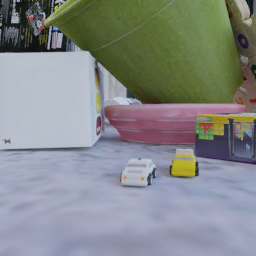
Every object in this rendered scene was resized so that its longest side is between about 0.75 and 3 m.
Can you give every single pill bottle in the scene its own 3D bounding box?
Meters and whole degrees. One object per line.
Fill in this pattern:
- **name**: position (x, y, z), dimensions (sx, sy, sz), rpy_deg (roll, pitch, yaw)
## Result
- **pill bottle**: position (-0.178, -0.539, 9.087), dimensions (0.904, 0.904, 1.599), rpy_deg (2, 4, 25)

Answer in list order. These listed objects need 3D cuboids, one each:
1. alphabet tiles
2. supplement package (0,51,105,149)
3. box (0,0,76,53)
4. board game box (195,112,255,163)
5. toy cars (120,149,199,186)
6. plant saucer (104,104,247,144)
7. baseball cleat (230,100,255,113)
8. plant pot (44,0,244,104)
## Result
- **alphabet tiles**: position (2.009, -0.906, 4.427), dimensions (0.181, 2.479, 2.425), rpy_deg (-31, 3, 0)
- **supplement package**: position (-1.005, -0.384, 4.287), dimensions (1.150, 1.194, 2.099), rpy_deg (-2, 5, 0)
- **box**: position (-2.319, -3.046, 7.215), dimensions (2.098, 2.628, 0.648), rpy_deg (4, -2, 10)
- **board game box**: position (1.737, 0.080, 2.823), dimensions (1.642, 0.466, 1.357), rpy_deg (4, 7, 45)
- **toy cars**: position (0.259, 0.264, 2.058), dimensions (0.829, 0.183, 0.371), rpy_deg (-3, 4, -35)
- **plant saucer**: position (0.756, -0.103, 4.744), dimensions (2.311, 0.586, 2.311), rpy_deg (-1, 3, 0)
- **baseball cleat**: position (2.605, -0.559, 6.548), dimensions (2.362, 1.257, 0.824), rpy_deg (3, 3, 33)
- **plant pot**: position (0.531, -1.342, 4.194), dimensions (2.541, 2.413, 2.541), rpy_deg (-29, 29, 18)
